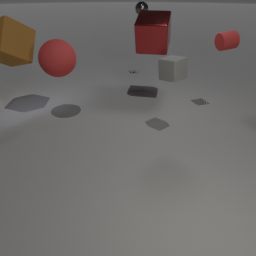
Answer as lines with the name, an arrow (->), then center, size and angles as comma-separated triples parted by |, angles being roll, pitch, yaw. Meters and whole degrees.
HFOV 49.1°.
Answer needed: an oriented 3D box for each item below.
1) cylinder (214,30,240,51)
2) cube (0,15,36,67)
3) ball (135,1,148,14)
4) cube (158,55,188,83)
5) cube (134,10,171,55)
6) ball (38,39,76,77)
cylinder -> 3.906, -3.445, 11.046 | 0.700, 0.700, 0.700 | -14, 30, -13
cube -> -4.699, -3.346, 11.023 | 1.400, 1.400, 1.400 | 1, -6, 33
ball -> 0.735, -6.370, 14.937 | 0.700, 0.700, 0.700 | 0, 28, 0
cube -> 1.498, -1.983, 9.335 | 0.700, 0.700, 0.700 | -26, 33, -37
cube -> 1.115, -4.211, 12.350 | 1.400, 1.400, 1.400 | 6, 47, 11
ball -> -2.654, -2.623, 10.542 | 1.400, 1.400, 1.400 | 0, 28, 0
